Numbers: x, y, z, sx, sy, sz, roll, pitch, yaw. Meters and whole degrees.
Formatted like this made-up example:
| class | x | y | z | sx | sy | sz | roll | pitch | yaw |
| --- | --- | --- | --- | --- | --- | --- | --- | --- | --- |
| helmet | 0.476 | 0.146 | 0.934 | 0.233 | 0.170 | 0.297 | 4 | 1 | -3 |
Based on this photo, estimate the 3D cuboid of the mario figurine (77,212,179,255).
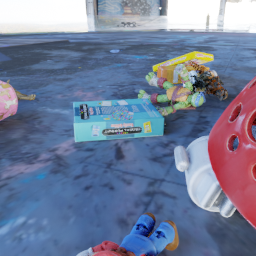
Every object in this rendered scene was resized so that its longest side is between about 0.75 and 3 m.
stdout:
| class | x | y | z | sx | sy | sz | roll | pitch | yaw |
| --- | --- | --- | --- | --- | --- | --- | --- | --- | --- |
| mario figurine | 0.001 | 1.776 | 3.573 | 1.032 | 0.886 | 1.671 | -28 | -7 | 34 |

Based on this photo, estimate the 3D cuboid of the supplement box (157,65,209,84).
| class | x | y | z | sx | sy | sz | roll | pitch | yaw |
| --- | --- | --- | --- | --- | --- | --- | --- | --- | --- |
| supplement box | 2.591 | -2.536 | 13.230 | 2.328 | 0.801 | 0.775 | -5 | 24 | -9 |

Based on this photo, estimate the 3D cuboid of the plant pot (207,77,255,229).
| class | x | y | z | sx | sy | sz | roll | pitch | yaw |
| --- | --- | --- | --- | --- | --- | --- | --- | --- | --- |
| plant pot | 2.935 | 0.011 | 3.795 | 2.860 | 2.605 | 2.860 | 12 | 44 | -12 |

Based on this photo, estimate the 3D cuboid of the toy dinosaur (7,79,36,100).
| class | x | y | z | sx | sy | sz | roll | pitch | yaw |
| --- | --- | --- | --- | --- | --- | --- | --- | --- | --- |
| toy dinosaur | -4.523 | -1.364 | 10.964 | 2.146 | 0.625 | 1.085 | 26 | 18 | 33 |

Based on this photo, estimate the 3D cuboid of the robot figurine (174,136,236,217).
| class | x | y | z | sx | sy | sz | roll | pitch | yaw |
| --- | --- | --- | --- | --- | --- | --- | --- | --- | --- |
| robot figurine | 1.560 | 0.785 | 5.112 | 1.524 | 1.015 | 1.797 | 25 | 23 | -5 |

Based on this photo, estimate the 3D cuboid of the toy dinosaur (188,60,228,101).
| class | x | y | z | sx | sy | sz | roll | pitch | yaw |
| --- | --- | --- | --- | --- | --- | --- | --- | --- | --- |
| toy dinosaur | 2.978 | -1.802 | 10.883 | 1.324 | 0.996 | 1.950 | -30 | 55 | -25 |

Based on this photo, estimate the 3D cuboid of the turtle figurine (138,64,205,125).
| class | x | y | z | sx | sy | sz | roll | pitch | yaw |
| --- | --- | --- | --- | --- | --- | --- | --- | --- | --- |
| turtle figurine | 1.222 | -1.291 | 9.223 | 2.299 | 1.654 | 2.229 | -15 | 23 | -39 |

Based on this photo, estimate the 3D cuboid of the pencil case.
| class | x | y | z | sx | sy | sz | roll | pitch | yaw |
| --- | --- | --- | --- | --- | --- | --- | --- | --- | --- |
| pencil case | -4.536 | -0.533 | 7.954 | 1.150 | 1.101 | 2.659 | 36 | 38 | 18 |

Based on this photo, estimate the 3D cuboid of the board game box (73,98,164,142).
| class | x | y | z | sx | sy | sz | roll | pitch | yaw |
| --- | --- | --- | --- | --- | --- | --- | --- | --- | --- |
| board game box | -0.366 | -0.295 | 8.211 | 2.401 | 0.563 | 1.812 | -4 | 23 | -9 |

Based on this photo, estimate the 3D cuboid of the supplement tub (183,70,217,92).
| class | x | y | z | sx | sy | sz | roll | pitch | yaw |
| --- | --- | --- | --- | --- | --- | --- | --- | --- | --- |
| supplement tub | 2.997 | -1.953 | 11.680 | 1.234 | 0.891 | 0.891 | -3 | 23 | -6 |

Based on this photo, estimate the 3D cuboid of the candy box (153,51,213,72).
| class | x | y | z | sx | sy | sz | roll | pitch | yaw |
| --- | --- | --- | --- | --- | --- | --- | --- | --- | --- |
| candy box | 2.648 | -3.181 | 13.768 | 1.386 | 0.358 | 2.711 | -7 | 0 | -39 |
